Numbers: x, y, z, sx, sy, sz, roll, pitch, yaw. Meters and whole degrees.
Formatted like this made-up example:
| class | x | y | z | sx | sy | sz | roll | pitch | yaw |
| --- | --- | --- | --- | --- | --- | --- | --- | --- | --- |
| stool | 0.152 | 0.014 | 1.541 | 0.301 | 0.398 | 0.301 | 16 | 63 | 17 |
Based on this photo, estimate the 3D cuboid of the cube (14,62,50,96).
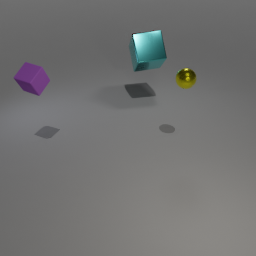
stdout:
| class | x | y | z | sx | sy | sz | roll | pitch | yaw |
| --- | --- | --- | --- | --- | --- | --- | --- | --- | --- |
| cube | -3.102 | -1.588 | 9.094 | 0.700 | 0.700 | 0.700 | 19 | 66 | 18 |

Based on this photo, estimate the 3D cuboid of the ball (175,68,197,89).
| class | x | y | z | sx | sy | sz | roll | pitch | yaw |
| --- | --- | --- | --- | --- | --- | --- | --- | --- | --- |
| ball | 1.954 | -1.664 | 9.434 | 0.700 | 0.700 | 0.700 | 0 | 30 | 0 |

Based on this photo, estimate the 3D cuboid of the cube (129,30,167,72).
| class | x | y | z | sx | sy | sz | roll | pitch | yaw |
| --- | --- | --- | --- | --- | --- | --- | --- | --- | --- |
| cube | 0.912 | -3.663 | 13.464 | 1.400 | 1.400 | 1.400 | -10 | -5 | -8 |
